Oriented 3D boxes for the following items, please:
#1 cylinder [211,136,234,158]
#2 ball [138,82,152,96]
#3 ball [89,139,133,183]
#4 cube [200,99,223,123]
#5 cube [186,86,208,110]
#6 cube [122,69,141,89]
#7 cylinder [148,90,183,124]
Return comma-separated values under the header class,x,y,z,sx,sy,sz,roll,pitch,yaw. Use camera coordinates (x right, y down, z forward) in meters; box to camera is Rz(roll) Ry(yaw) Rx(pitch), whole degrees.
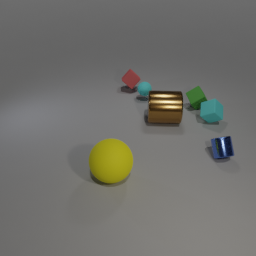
class,x,y,z,sx,sy,sz,roll,pitch,yaw
cylinder,3.336,0.683,9.894,0.700,0.700,0.700,-8,-7,-1
ball,0.822,-1.940,13.890,0.700,0.700,0.700,0,31,0
ball,-0.536,1.032,8.839,1.400,1.400,1.400,0,31,0
cube,3.592,-0.725,11.990,0.700,0.700,0.700,-16,54,43
cube,3.235,-1.406,13.098,0.700,0.700,0.700,-29,57,19
cube,0.154,-2.592,14.752,0.700,0.700,0.700,40,14,-16
cylinder,1.568,-0.895,12.019,1.400,1.400,1.400,1,31,2
